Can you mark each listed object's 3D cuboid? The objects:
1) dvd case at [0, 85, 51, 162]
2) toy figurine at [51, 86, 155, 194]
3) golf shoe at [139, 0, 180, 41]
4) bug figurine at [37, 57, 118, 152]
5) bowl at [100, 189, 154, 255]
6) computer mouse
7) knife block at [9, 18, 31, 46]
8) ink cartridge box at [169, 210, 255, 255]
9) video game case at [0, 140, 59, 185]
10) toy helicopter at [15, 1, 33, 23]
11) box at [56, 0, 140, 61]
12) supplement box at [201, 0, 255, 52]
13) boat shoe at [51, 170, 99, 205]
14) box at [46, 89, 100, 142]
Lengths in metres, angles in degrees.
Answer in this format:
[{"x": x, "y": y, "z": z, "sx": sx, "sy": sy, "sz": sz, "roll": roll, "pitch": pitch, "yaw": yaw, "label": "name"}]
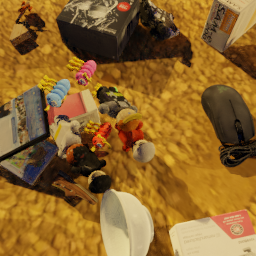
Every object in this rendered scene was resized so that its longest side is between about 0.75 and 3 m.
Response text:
[{"x": -3.373, "y": -0.040, "z": 8.223, "sx": 2.467, "sy": 0.216, "sz": 1.760, "roll": -25, "pitch": 63, "yaw": 17, "label": "dvd case"}, {"x": -0.595, "y": 0.363, "z": 7.324, "sx": 2.362, "sy": 2.326, "sz": 1.644, "roll": -32, "pitch": 55, "yaw": -7, "label": "toy figurine"}, {"x": 1.142, "y": -4.194, "z": 10.746, "sx": 1.064, "sy": 0.875, "sz": 2.251, "roll": -13, "pitch": 64, "yaw": -26, "label": "golf shoe"}, {"x": -1.091, "y": -0.728, "z": 7.825, "sx": 0.705, "sy": 2.741, "sz": 2.126, "roll": -4, "pitch": 53, "yaw": 38, "label": "bug figurine"}, {"x": 0.033, "y": 2.303, "z": 6.495, "sx": 0.831, "sy": 1.849, "sz": 1.849, "roll": -2, "pitch": 61, "yaw": -23, "label": "bowl"}, {"x": 3.293, "y": -0.351, "z": 8.684, "sx": 1.953, "sy": 0.744, "sz": 2.821, "roll": -17, "pitch": 64, "yaw": -8, "label": "computer mouse"}, {"x": -4.197, "y": -3.714, "z": 10.664, "sx": 1.049, "sy": 0.336, "sz": 0.921, "roll": -39, "pitch": 68, "yaw": -18, "label": "knife block"}, {"x": 2.237, "y": 3.444, "z": 6.523, "sx": 1.886, "sy": 1.066, "sz": 2.575, "roll": -10, "pitch": 63, "yaw": -5, "label": "ink cartridge box"}, {"x": -2.938, "y": 0.851, "z": 8.398, "sx": 1.213, "sy": 0.147, "sz": 1.332, "roll": 28, "pitch": 66, "yaw": 13, "label": "video game case"}, {"x": -4.117, "y": -4.545, "z": 10.976, "sx": 0.402, "sy": 0.673, "sz": 1.018, "roll": 31, "pitch": 82, "yaw": -24, "label": "toy helicopter"}, {"x": -1.013, "y": -3.930, "z": 10.270, "sx": 2.338, "sy": 1.217, "sz": 2.129, "roll": 19, "pitch": 65, "yaw": 10, "label": "box"}, {"x": 4.146, "y": -4.399, "z": 10.154, "sx": 2.952, "sy": 1.860, "sz": 1.085, "roll": -41, "pitch": 70, "yaw": -20, "label": "supplement box"}, {"x": -1.487, "y": 1.764, "z": 7.761, "sx": 1.477, "sy": 0.531, "sz": 0.502, "roll": 29, "pitch": 71, "yaw": 24, "label": "boat shoe"}, {"x": -1.730, "y": -0.379, "z": 8.552, "sx": 1.555, "sy": 0.994, "sz": 0.847, "roll": -20, "pitch": 63, "yaw": -11, "label": "box"}]
